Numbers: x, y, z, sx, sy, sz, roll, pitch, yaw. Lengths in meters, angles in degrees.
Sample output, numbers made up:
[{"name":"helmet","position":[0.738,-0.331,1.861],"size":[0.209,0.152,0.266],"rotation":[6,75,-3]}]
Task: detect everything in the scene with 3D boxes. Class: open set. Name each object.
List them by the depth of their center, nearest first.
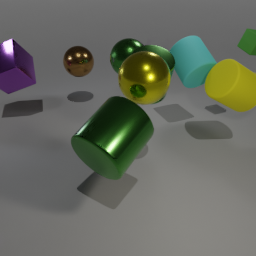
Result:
[{"name":"cylinder","position":[-0.342,0.224,6.444],"size":[1.400,1.400,1.400],"rotation":[20,56,32]},{"name":"ball","position":[0.432,-1.317,7.442],"size":[1.400,1.400,1.400],"rotation":[0,29,0]},{"name":"cylinder","position":[0.717,-1.739,9.207],"size":[1.400,1.400,1.400],"rotation":[4,52,-5]},{"name":"cylinder","position":[3.595,-1.415,9.503],"size":[1.400,1.400,1.400],"rotation":[20,18,-30]},{"name":"cube","position":[4.589,-3.109,10.179],"size":[0.700,0.700,0.700],"rotation":[-5,44,-31]},{"name":"ball","position":[0.037,-2.552,10.248],"size":[1.400,1.400,1.400],"rotation":[0,29,0]},{"name":"cylinder","position":[2.426,-2.468,10.539],"size":[1.400,1.400,1.400],"rotation":[-12,63,-21]},{"name":"cube","position":[-4.777,-2.449,11.360],"size":[1.400,1.400,1.400],"rotation":[-18,69,10]},{"name":"ball","position":[-2.253,-3.032,12.794],"size":[1.400,1.400,1.400],"rotation":[0,29,0]}]
